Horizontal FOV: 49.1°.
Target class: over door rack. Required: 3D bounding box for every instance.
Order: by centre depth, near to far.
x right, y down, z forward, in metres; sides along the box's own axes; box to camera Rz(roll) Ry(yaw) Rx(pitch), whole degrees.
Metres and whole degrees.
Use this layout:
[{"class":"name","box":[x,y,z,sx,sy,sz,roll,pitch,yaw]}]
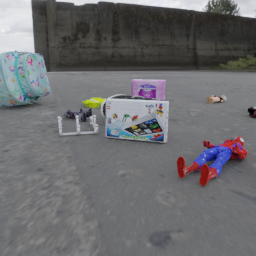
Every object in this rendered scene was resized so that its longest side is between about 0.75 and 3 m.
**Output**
[{"class":"over door rack","box":[-1.625,-0.181,8.901,1.181,0.532,1.598,-3,14,-13]}]

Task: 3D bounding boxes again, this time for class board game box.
[{"class":"board game box","box":[0.230,-0.224,7.765,1.750,1.105,0.303,5,11,18]}]

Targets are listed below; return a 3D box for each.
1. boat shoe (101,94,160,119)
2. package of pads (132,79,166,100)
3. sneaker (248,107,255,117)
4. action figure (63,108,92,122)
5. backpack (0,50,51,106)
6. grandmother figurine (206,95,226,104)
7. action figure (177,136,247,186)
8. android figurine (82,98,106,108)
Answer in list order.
[{"class":"boat shoe","box":[0.260,-0.702,10.203,2.655,0.981,0.801,-1,7,-40]},{"class":"package of pads","box":[1.116,-2.054,15.135,1.836,1.106,0.695,1,14,3]},{"class":"sneaker","box":[5.259,-0.760,11.101,0.916,0.600,1.586,4,15,27]},{"class":"action figure","box":[-1.916,-0.533,10.544,1.237,0.429,0.805,7,21,39]},{"class":"backpack","box":[-5.101,-2.304,13.005,2.190,2.583,2.909,-7,10,18]},{"class":"grandmother figurine","box":[4.627,-1.492,14.522,1.266,0.383,0.768,-6,42,-33]},{"class":"action figure","box":[1.980,0.543,5.995,0.794,0.628,2.428,9,14,40]},{"class":"android figurine","box":[-1.372,-1.224,13.476,1.613,0.331,1.468,-4,15,-24]}]
